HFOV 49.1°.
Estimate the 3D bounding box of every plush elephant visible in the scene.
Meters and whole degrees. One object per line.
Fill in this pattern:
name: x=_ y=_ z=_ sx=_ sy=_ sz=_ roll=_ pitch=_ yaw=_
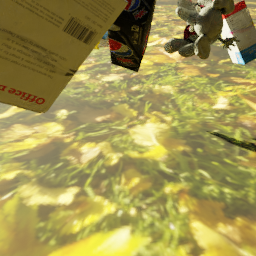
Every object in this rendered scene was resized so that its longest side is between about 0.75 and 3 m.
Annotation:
plush elephant: x=1.854 y=-2.640 z=7.163 sx=2.029 sy=1.671 sz=1.571 roll=26 pitch=7 yaw=19

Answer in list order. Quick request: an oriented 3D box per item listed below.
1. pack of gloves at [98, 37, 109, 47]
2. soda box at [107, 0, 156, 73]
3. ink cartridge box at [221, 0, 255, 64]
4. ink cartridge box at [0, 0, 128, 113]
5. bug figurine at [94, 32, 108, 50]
pack of gloves: x=-1.514 y=-4.149 z=9.784 sx=2.222 sy=2.645 sz=0.522 roll=4 pitch=22 yaw=19
soda box: x=0.054 y=-2.094 z=6.191 sx=0.776 sy=0.867 sz=2.449 roll=19 pitch=-8 yaw=2
ink cartridge box: x=3.155 y=-2.941 z=8.212 sx=0.679 sy=2.020 sz=1.173 roll=-26 pitch=12 yaw=11
ink cartridge box: x=-1.606 y=-1.682 z=4.602 sx=1.909 sy=2.613 sz=1.102 roll=19 pitch=32 yaw=-47
bug figurine: x=-1.675 y=-3.832 z=8.909 sx=0.692 sy=2.688 sz=2.085 roll=-33 pitch=-10 yaw=37
